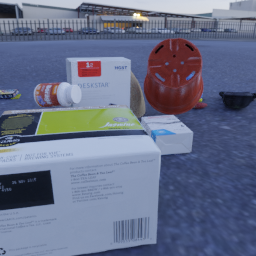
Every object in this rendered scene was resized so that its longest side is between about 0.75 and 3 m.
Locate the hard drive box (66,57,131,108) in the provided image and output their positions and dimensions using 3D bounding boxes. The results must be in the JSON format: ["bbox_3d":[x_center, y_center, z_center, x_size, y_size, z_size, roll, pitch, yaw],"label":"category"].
[{"bbox_3d":[-0.873,-0.919,8.304,1.745,2.238,0.860,-6,21,-16],"label":"hard drive box"}]

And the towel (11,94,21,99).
[{"bbox_3d":[-5.056,-1.427,12.640,0.325,0.068,0.755,-3,21,-11],"label":"towel"}]

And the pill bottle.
[{"bbox_3d":[-1.799,-0.854,7.218,1.116,0.626,0.626,1,20,23],"label":"pill bottle"}]

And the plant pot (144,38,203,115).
[{"bbox_3d":[1.466,-1.695,9.023,2.123,2.123,2.065,4,-11,9],"label":"plant pot"}]

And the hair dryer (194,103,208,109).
[{"bbox_3d":[2.709,-0.946,11.174,0.903,0.245,0.688,8,22,20],"label":"hair dryer"}]

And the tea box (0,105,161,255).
[{"bbox_3d":[-0.997,0.723,4.909,2.516,1.681,2.475,-4,22,-10],"label":"tea box"}]

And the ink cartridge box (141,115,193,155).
[{"bbox_3d":[0.988,0.095,8.014,1.048,0.604,1.810,-5,22,-12],"label":"ink cartridge box"}]

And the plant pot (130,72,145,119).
[{"bbox_3d":[-0.639,-1.443,10.404,2.591,1.739,2.591,0,21,0],"label":"plant pot"}]

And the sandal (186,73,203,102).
[{"bbox_3d":[2.588,-1.837,12.253,1.050,1.150,2.641,0,23,-5],"label":"sandal"}]

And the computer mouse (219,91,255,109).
[{"bbox_3d":[4.441,-1.129,11.294,1.645,0.626,2.375,6,10,20],"label":"computer mouse"}]

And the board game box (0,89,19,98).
[{"bbox_3d":[-5.659,-1.528,12.634,1.201,0.208,0.814,-4,22,-2],"label":"board game box"}]
